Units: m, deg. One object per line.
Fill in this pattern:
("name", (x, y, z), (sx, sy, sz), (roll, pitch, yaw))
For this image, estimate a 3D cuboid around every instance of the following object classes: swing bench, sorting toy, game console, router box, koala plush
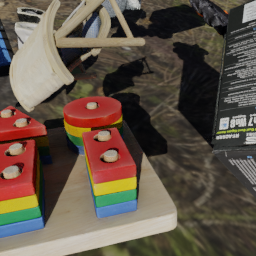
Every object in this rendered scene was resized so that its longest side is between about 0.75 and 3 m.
("swing bench", (-0.706, -0.900, 3.267), (1.240, 0.804, 1.233), (-37, 13, -37))
("sorting toy", (-1.044, 0.378, 3.853), (2.648, 0.921, 2.632), (-9, 27, -12))
("game console", (-3.138, -2.120, 5.400), (1.333, 2.253, 1.923), (-22, 6, -19))
("router box", (2.039, -0.085, 3.718), (0.807, 2.599, 1.947), (-6, 60, 38))
("koala plush", (-0.618, -3.819, 7.132), (1.856, 2.093, 1.923), (-26, 24, 1))

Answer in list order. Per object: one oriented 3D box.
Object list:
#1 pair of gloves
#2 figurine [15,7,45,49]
("pair of gloves", (1.140, -2.653, 5.448), (2.732, 0.338, 2.434), (46, 32, 7))
("figurine", (-2.187, -1.700, 6.406), (0.693, 1.572, 1.611), (1, 38, -19))
